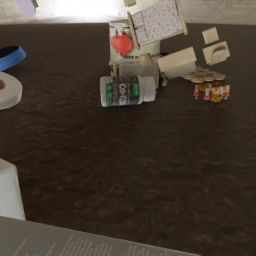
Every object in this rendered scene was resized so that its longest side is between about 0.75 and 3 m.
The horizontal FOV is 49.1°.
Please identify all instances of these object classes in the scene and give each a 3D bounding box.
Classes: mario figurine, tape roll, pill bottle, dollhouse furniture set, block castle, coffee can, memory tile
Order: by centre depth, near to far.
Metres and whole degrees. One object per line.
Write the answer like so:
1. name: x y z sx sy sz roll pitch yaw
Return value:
1. dollhouse furniture set: 1.174 -2.911 7.572 2.401 2.816 1.375 -16 -3 15
2. mario figurine: -0.296 -2.804 9.224 0.827 0.964 1.561 -31 9 12
3. pill bottle: -0.028 -1.372 10.165 1.897 1.073 1.073 -6 26 -9
4. tape roll: -5.232 -1.477 10.265 2.531 0.462 2.531 14 30 -8
5. block castle: 3.234 -1.366 10.772 1.236 0.580 0.826 -10 23 -26
6. coffee can: 0.285 -2.828 11.261 2.023 2.764 2.023 0 25 0
7. memory tile: 3.441 -2.720 14.082 1.877 0.206 2.449 -11 28 -21

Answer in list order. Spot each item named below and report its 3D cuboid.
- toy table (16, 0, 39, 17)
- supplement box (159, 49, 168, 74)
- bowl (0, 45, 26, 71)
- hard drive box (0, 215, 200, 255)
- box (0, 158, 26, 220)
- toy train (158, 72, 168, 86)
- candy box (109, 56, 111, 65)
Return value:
1. toy table: -3.183 -4.132 8.982 0.848 0.922 0.540 14 61 6
2. supplement box: 0.903 -3.196 13.908 1.867 1.222 0.963 -12 29 -23
3. bowl: -6.770 -3.571 14.603 2.789 0.548 2.789 -12 33 8
4. hard drive box: -0.638 1.834 2.440 2.327 1.813 0.893 6 26 13
5. box: -2.860 1.134 4.062 2.727 1.696 1.329 16 30 31
6. toy train: 1.448 -2.262 12.829 0.677 0.506 1.188 13 23 -1
7. candy box: -0.022 -3.824 16.018 1.798 0.548 1.226 -13 28 -25
